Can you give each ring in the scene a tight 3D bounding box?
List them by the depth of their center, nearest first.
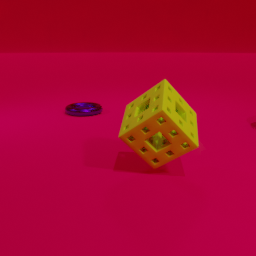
[{"bbox_3d":[-1.493,-0.649,9.514,1.284,0.257,1.284,0,17,0],"label":"ring"}]

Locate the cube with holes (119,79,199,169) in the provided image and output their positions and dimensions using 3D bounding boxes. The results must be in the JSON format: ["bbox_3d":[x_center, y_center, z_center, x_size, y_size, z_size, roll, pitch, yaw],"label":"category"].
[{"bbox_3d":[0.545,-0.057,4.841,0.919,0.919,0.919,-32,27,31],"label":"cube with holes"}]
